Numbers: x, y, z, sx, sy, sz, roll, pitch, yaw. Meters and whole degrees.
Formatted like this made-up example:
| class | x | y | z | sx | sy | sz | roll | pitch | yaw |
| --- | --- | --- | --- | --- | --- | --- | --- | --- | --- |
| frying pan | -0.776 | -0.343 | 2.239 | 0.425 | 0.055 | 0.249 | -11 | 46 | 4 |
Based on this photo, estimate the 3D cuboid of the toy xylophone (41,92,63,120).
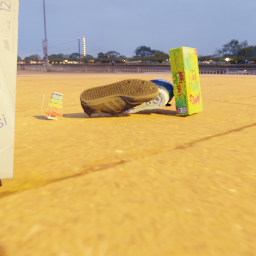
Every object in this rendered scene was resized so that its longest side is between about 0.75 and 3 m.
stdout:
| class | x | y | z | sx | sy | sz | roll | pitch | yaw |
| --- | --- | --- | --- | --- | --- | --- | --- | --- | --- |
| toy xylophone | -2.514 | -0.749 | 9.314 | 0.692 | 0.946 | 0.238 | 2 | 16 | -26 |

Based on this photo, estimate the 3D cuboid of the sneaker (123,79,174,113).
| class | x | y | z | sx | sy | sz | roll | pitch | yaw |
| --- | --- | --- | --- | --- | --- | --- | --- | --- | --- |
| sneaker | 0.605 | -1.332 | 11.014 | 2.508 | 1.010 | 1.837 | 0 | 22 | 24 |

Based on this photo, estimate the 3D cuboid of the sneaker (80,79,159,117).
| class | x | y | z | sx | sy | sz | roll | pitch | yaw |
| --- | --- | --- | --- | --- | --- | --- | --- | --- | --- |
| sneaker | -0.280 | -0.992 | 9.720 | 2.689 | 1.016 | 0.947 | -6 | 52 | -1 |

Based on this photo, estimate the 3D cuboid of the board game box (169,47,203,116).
| class | x | y | z | sx | sy | sz | roll | pitch | yaw |
| --- | --- | --- | --- | --- | --- | --- | --- | --- | --- |
| board game box | 2.124 | -1.689 | 10.182 | 0.555 | 2.330 | 1.183 | -4 | 7 | 37 |

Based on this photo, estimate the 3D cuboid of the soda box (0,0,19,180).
| class | x | y | z | sx | sy | sz | roll | pitch | yaw |
| --- | --- | --- | --- | --- | --- | --- | --- | --- | --- |
| soda box | -2.312 | -0.616 | 4.382 | 0.891 | 2.809 | 0.959 | 3 | -4 | -35 |
